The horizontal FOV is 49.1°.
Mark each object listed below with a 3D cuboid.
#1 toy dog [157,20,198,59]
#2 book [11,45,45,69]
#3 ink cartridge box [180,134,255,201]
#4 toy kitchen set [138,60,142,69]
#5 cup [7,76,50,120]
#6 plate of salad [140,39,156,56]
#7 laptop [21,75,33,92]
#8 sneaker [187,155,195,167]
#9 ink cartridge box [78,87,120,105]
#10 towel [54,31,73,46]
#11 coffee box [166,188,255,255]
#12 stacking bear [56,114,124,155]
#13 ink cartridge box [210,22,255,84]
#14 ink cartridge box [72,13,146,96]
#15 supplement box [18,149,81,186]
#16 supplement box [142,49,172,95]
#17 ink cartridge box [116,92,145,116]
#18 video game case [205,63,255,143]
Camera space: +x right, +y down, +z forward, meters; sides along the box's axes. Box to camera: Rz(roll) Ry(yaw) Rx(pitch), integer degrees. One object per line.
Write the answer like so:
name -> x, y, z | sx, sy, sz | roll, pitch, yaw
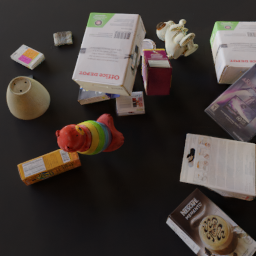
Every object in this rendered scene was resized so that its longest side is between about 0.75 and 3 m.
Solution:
toy dog -> 2.209, -4.388, 13.735 | 1.908, 1.373, 1.968 | -39, 63, 17
book -> -4.886, -3.455, 13.609 | 1.367, 0.329, 0.913 | 29, 65, 18
ink cartridge box -> 3.384, 1.422, 10.525 | 2.620, 0.657, 2.125 | 8, 59, 13
toy kitchen set -> 0.713, -3.405, 13.424 | 0.750, 0.552, 0.936 | 27, 62, 16
cup -> -4.299, -1.413, 11.698 | 1.780, 1.273, 1.780 | 0, 65, 0
plate of salad -> 0.890, -3.976, 13.936 | 0.992, 0.238, 0.992 | -2, 74, 5
laptop -> -4.692, -2.003, 12.869 | 0.791, 0.490, 0.845 | -20, 89, -11
sneaker -> 2.772, 1.264, 10.658 | 1.152, 0.433, 0.662 | -28, 63, -10
ink cartridge box -> -1.197, -1.995, 12.285 | 1.866, 0.439, 1.844 | -10, 55, 22
towel -> -3.336, -4.629, 14.400 | 0.912, 0.164, 0.947 | -9, 58, -6
coffee box -> 2.626, 3.387, 9.014 | 1.406, 0.993, 2.488 | -38, 66, -21
stacking bear -> -1.472, 0.336, 9.956 | 1.335, 2.347, 1.425 | -41, 71, 27
ink cartridge box -> 5.201, -3.513, 13.073 | 2.153, 1.243, 2.960 | 2, 59, 1
ink cartridge box -> -0.691, -2.893, 11.041 | 2.110, 1.219, 2.901 | 10, 79, 17
supplement box -> -2.881, 1.378, 10.414 | 2.143, 0.713, 0.737 | -19, 63, -11
supplement box -> 1.197, -2.453, 12.051 | 1.023, 1.297, 1.982 | -1, 38, -3
ink cartridge box -> 0.094, -0.957, 11.918 | 1.161, 0.487, 1.019 | -4, 72, -2
video game case -> 4.947, -0.979, 11.377 | 2.945, 0.279, 2.104 | -43, 72, 2
